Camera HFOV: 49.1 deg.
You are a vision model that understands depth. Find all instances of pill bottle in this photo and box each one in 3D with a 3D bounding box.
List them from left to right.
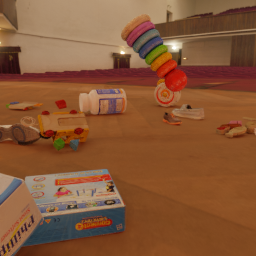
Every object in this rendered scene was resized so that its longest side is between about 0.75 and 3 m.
[{"bbox_3d":[-1.318,-1.357,14.492,2.273,1.274,1.274,-5,14,-19],"label":"pill bottle"}]

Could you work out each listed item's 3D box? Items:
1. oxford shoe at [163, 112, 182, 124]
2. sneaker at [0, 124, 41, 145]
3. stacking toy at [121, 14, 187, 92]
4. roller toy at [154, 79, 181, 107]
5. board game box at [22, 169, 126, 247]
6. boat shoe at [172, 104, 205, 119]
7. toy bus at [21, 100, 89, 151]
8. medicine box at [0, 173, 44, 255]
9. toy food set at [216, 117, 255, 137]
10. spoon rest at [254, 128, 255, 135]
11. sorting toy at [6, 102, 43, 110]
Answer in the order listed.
[{"bbox_3d":[1.933,-0.427,12.365,0.423,0.432,1.185,-8,15,-30],"label":"oxford shoe"},{"bbox_3d":[-3.713,0.139,9.467,1.932,0.720,0.842,5,9,19],"label":"sneaker"},{"bbox_3d":[0.975,-2.399,9.523,1.188,2.783,1.188,-34,-4,-2],"label":"stacking toy"},{"bbox_3d":[2.390,-2.073,16.996,1.474,1.616,1.130,19,19,21],"label":"roller toy"},{"bbox_3d":[-1.023,1.294,4.954,1.658,0.463,1.623,-3,13,-13],"label":"board game box"},{"bbox_3d":[2.947,-0.856,13.710,0.639,0.653,1.833,-11,17,-40],"label":"boat shoe"},{"bbox_3d":[-2.215,0.065,9.084,1.858,0.960,1.753,30,44,6],"label":"toy bus"},{"bbox_3d":[-2.169,1.237,3.440,1.578,0.812,1.437,6,36,27],"label":"medicine box"},{"bbox_3d":[4.205,0.025,10.826,2.063,0.325,1.311,-16,19,-27],"label":"toy food set"},{"bbox_3d":[4.821,0.302,9.797,0.454,0.277,0.914,-8,29,-25],"label":"spoon rest"},{"bbox_3d":[-5.983,-1.236,16.165,2.263,0.308,1.274,5,18,21],"label":"sorting toy"}]
